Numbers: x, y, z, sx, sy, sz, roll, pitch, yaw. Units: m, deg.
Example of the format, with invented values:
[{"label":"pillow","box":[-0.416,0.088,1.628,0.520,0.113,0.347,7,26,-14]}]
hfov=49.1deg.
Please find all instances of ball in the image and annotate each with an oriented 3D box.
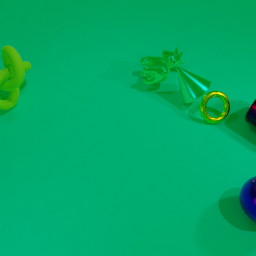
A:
[{"label":"ball","box":[3.286,1.711,6.674,1.182,1.182,1.182,0,50,0]}]

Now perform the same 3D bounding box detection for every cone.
[{"label":"cone","box":[1.909,-1.602,9.153,1.131,1.126,1.126,46,52,-20]}]

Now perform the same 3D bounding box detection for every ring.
[{"label":"ring","box":[2.770,-0.666,8.912,1.056,1.056,0.211,-13,9,-11]}]

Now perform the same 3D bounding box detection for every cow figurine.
[{"label":"cow figurine","box":[1.303,-2.242,10.114,1.697,0.947,1.725,-10,33,1]}]

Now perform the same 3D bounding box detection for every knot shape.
[{"label":"knot shape","box":[-3.881,-1.509,9.044,0.940,2.035,1.904,22,80,-18]}]

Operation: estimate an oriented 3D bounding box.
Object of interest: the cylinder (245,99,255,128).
[{"label":"cylinder","box":[4.460,-0.404,8.354,1.334,1.334,1.334,-35,59,-26]}]
